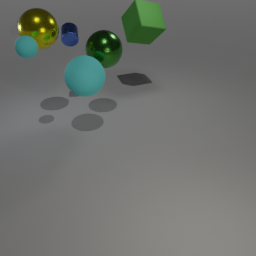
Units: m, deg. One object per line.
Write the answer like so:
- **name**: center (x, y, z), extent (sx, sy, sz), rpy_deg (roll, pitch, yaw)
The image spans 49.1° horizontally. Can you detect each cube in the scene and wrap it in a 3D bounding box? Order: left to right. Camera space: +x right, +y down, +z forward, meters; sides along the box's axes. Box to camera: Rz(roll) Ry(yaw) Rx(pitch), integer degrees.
- **cube**: center (0.715, -4.987, 13.314), extent (1.400, 1.400, 1.400), rpy_deg (-5, -13, -32)

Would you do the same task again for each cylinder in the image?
- **cylinder**: center (-2.402, -3.850, 11.545), extent (0.700, 0.700, 0.700), rpy_deg (-5, 55, -9)

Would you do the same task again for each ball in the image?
- **ball**: center (-3.225, -2.565, 8.891), extent (0.700, 0.700, 0.700), rpy_deg (0, 31, 0)
- **ball**: center (-3.201, -3.546, 10.045), extent (1.400, 1.400, 1.400), rpy_deg (0, 31, 0)
- **ball**: center (-1.491, -1.791, 9.706), extent (1.400, 1.400, 1.400), rpy_deg (0, 31, 0)
- **ball**: center (-0.904, -2.983, 10.629), extent (1.400, 1.400, 1.400), rpy_deg (0, 31, 0)
